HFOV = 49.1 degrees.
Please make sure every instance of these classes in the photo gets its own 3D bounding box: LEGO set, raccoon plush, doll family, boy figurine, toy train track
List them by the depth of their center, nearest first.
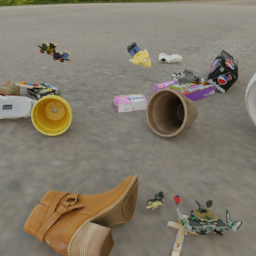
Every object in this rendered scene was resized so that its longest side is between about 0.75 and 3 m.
[{"bbox_3d":[1.036,2.080,5.494,0.627,0.178,1.092,10,32,18],"label":"toy train track"},{"bbox_3d":[1.309,1.834,5.699,1.245,0.543,1.917,-4,10,-38],"label":"LEGO set"},{"bbox_3d":[-2.422,-2.498,9.308,1.103,0.637,0.433,35,54,-16],"label":"doll family"},{"bbox_3d":[0.398,-2.504,9.874,0.731,0.379,1.176,-31,56,-4],"label":"boy figurine"},{"bbox_3d":[2.560,-2.027,11.567,1.104,0.534,0.740,12,40,18],"label":"raccoon plush"}]

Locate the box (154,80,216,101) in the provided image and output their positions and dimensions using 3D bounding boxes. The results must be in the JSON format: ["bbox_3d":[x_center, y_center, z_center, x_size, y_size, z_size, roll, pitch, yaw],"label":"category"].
[{"bbox_3d":[2.355,-1.599,11.710,2.148,0.420,1.470,-18,34,-28],"label":"box"}]

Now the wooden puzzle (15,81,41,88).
[{"bbox_3d":[-4.052,-1.771,11.398,0.761,0.190,0.822,11,12,6],"label":"wooden puzzle"}]

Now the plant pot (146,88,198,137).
[{"bbox_3d":[1.563,-0.511,8.982,1.518,1.518,1.324,27,23,39],"label":"plant pot"}]

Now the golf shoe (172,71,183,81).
[{"bbox_3d":[2.606,-2.343,12.907,1.219,0.561,0.442,-8,30,-17],"label":"golf shoe"}]

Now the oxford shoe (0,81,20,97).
[{"bbox_3d":[-4.632,-1.471,10.619,0.614,0.652,1.743,4,4,0],"label":"oxford shoe"}]

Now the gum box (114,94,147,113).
[{"bbox_3d":[0.077,-0.946,10.594,1.178,0.390,0.669,-7,31,-12],"label":"gum box"}]

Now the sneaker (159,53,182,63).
[{"bbox_3d":[2.364,-3.838,15.717,1.320,0.496,0.535,7,47,13],"label":"sneaker"}]

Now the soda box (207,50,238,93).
[{"bbox_3d":[4.347,-2.642,12.751,0.995,0.890,2.811,36,34,-1],"label":"soda box"}]

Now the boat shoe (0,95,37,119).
[{"bbox_3d":[-4.115,-0.745,9.843,2.507,0.902,0.824,-2,-4,24],"label":"boat shoe"}]

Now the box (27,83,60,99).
[{"bbox_3d":[-3.560,-1.555,11.794,0.913,0.278,1.133,-23,37,-40],"label":"box"}]

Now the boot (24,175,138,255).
[{"bbox_3d":[-0.842,1.559,5.795,1.746,0.832,2.257,9,28,23],"label":"boot"}]

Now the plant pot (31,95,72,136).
[{"bbox_3d":[-2.420,-0.482,9.097,1.233,1.233,1.160,-5,14,-8],"label":"plant pot"}]

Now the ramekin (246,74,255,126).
[{"bbox_3d":[4.628,-0.759,7.562,1.494,2.846,2.846,-34,41,-21],"label":"ramekin"}]
